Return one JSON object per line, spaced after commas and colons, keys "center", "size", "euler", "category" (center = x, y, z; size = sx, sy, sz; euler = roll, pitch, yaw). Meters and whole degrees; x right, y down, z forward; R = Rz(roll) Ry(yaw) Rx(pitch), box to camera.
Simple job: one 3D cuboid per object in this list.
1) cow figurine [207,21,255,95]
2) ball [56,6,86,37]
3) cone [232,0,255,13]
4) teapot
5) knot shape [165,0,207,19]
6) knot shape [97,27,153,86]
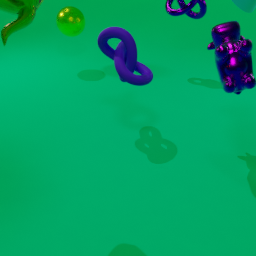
{"center": [2.013, -1.358, 5.456], "size": [0.782, 1.425, 1.402], "euler": [-11, 8, 16], "category": "cow figurine"}
{"center": [-2.059, -3.832, 10.106], "size": [1.040, 1.040, 1.040], "euler": [0, 34, 0], "category": "ball"}
{"center": [3.015, -3.580, 6.325], "size": [1.304, 1.309, 1.304], "euler": [15, 62, -31], "category": "cone"}
{"center": [-1.430, -1.771, 3.191], "size": [0.829, 1.694, 1.053], "euler": [-19, 4, -31], "category": "teapot"}
{"center": [1.871, -4.239, 9.304], "size": [1.359, 1.452, 0.671], "euler": [-10, 20, 28], "category": "knot shape"}
{"center": [-0.112, -1.649, 6.370], "size": [0.703, 1.423, 1.521], "euler": [-35, 35, 2], "category": "knot shape"}
